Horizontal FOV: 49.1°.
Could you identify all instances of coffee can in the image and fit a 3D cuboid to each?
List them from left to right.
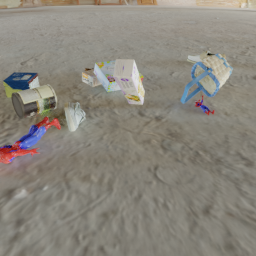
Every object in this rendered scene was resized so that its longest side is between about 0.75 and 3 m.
[{"bbox_3d":[-3.566,-1.028,10.717,1.388,1.016,1.016,-23,37,-34],"label":"coffee can"}]

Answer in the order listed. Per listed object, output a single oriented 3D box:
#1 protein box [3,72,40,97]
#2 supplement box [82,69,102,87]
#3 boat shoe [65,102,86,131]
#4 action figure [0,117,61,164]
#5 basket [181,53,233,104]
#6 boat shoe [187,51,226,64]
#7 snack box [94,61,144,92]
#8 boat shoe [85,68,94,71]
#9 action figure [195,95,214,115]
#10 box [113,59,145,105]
[{"bbox_3d":[-4.742,-1.949,12.593,1.150,0.781,1.158,2,30,4],"label":"protein box"},{"bbox_3d":[-1.468,-2.575,13.947,1.387,0.510,0.874,-25,42,-36],"label":"supplement box"},{"bbox_3d":[-1.903,-0.504,10.151,0.692,0.678,1.943,-11,28,-10],"label":"boat shoe"},{"bbox_3d":[-3.153,0.512,8.448,0.825,0.652,2.522,14,37,33],"label":"action figure"},{"bbox_3d":[2.933,-1.819,10.934,1.973,1.740,1.373,-40,78,-9],"label":"basket"},{"bbox_3d":[4.624,-4.153,16.485,2.293,0.784,0.857,17,34,27],"label":"boat shoe"},{"bbox_3d":[-0.461,-2.521,13.249,1.842,0.623,1.554,-12,51,-29],"label":"snack box"},{"bbox_3d":[-1.892,-3.044,15.010,0.924,0.312,0.333,5,30,9],"label":"boat shoe"},{"bbox_3d":[3.008,-0.971,11.164,0.358,0.543,1.098,-10,29,-19],"label":"action figure"},{"bbox_3d":[0.106,-1.411,9.203,0.551,0.590,2.850,5,-11,10],"label":"box"}]
